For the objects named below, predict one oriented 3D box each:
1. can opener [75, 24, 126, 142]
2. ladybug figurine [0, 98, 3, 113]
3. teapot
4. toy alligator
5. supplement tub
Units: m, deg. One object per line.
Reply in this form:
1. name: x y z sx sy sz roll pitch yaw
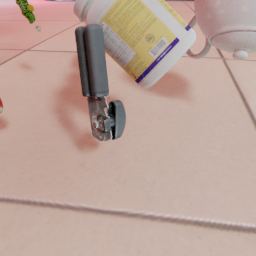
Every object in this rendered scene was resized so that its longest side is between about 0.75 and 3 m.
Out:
1. can opener: -0.522 -0.861 5.700 0.623 2.334 0.780 10 20 44
2. ladybug figurine: -3.651 -0.748 6.878 1.326 0.477 0.900 23 6 0
3. teapot: 3.025 -2.890 7.473 2.861 2.117 2.899 7 2 6
4. toy alligator: -3.423 -3.944 9.508 0.475 1.434 0.345 -13 21 40
5. supplement tub: 0.135 -2.150 5.989 2.258 1.642 1.642 44 36 -5
